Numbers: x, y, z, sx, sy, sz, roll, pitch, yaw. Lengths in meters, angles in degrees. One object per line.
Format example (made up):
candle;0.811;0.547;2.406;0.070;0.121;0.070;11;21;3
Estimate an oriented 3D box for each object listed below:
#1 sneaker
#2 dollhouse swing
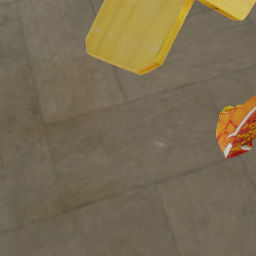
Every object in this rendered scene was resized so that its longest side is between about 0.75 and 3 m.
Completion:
sneaker;1.978;-0.099;5.081;0.830;2.274;0.877;-19;69;-4
dollhouse swing;0.882;-2.476;6.351;2.879;2.616;2.531;31;111;43
